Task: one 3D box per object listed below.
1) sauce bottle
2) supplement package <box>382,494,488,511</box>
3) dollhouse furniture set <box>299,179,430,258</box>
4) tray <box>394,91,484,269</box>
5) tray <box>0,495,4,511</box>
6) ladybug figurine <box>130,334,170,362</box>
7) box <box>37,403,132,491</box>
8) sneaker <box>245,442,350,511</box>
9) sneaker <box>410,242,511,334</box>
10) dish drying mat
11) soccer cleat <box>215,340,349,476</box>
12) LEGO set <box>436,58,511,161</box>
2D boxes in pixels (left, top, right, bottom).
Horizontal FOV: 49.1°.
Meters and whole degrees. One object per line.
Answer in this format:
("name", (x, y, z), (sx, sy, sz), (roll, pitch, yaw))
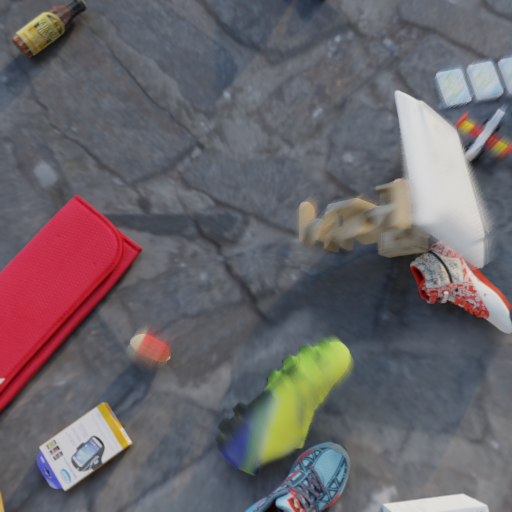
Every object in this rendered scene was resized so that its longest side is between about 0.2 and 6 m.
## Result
("sauce bottle", (-4.197, -4.717, 11.425), (1.629, 0.538, 0.538), (-44, 80, -9))
("supplement package", (2.867, 4.470, 8.822), (1.400, 1.063, 1.055), (-6, 76, -2))
("dollhouse furniture set", (2.080, -0.831, 9.640), (1.881, 2.047, 1.332), (-10, 73, 44))
("tray", (3.211, -1.463, 9.632), (1.731, 0.357, 3.223), (27, 47, -30))
("tray", (-5.116, 3.455, 9.110), (1.473, 0.553, 2.986), (-14, 83, 0))
("ladybug figurine", (-1.826, 1.597, 9.796), (0.751, 0.510, 0.270), (30, 96, -14))
("box", (-2.962, 3.279, 9.538), (1.446, 0.300, 0.861), (-35, 78, -6))
("sneaker", (0.686, 3.959, 8.933), (2.312, 1.104, 0.917), (-43, 80, -10))
("sneaker", (3.630, 0.723, 9.986), (1.092, 0.680, 2.037), (-30, 74, -6))
("dish drying mat", (-4.167, 1.049, 10.025), (1.739, 0.412, 4.528), (38, 79, 10))
("soccer cleat", (0.564, 2.474, 9.076), (1.171, 0.905, 2.799), (44, 104, -8))
("LEGO set", (4.769, -2.801, 10.920), (1.834, 0.603, 2.455), (-11, 74, -1))
